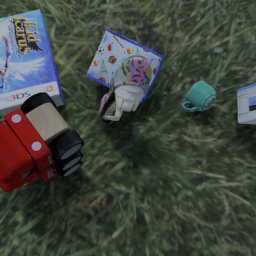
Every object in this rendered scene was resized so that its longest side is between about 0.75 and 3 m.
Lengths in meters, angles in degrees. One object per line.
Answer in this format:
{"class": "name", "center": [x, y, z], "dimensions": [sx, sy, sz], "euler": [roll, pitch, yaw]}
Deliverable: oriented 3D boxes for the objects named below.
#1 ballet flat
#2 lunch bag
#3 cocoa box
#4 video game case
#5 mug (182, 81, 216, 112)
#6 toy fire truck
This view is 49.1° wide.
{"class": "ballet flat", "center": [-0.125, -0.651, 6.253], "dimensions": [0.824, 2.383, 0.848], "euler": [16, 66, -16]}
{"class": "lunch bag", "center": [-0.026, -1.519, 7.103], "dimensions": [1.560, 0.966, 1.326], "euler": [26, 101, 8]}
{"class": "cocoa box", "center": [3.483, -0.564, 6.796], "dimensions": [1.345, 0.897, 0.883], "euler": [3, 82, -17]}
{"class": "video game case", "center": [-3.339, -1.665, 7.588], "dimensions": [2.631, 0.660, 2.902], "euler": [-15, 70, -7]}
{"class": "mug", "center": [1.876, -0.721, 7.218], "dimensions": [0.523, 0.695, 0.845], "euler": [44, 112, 30]}
{"class": "toy fire truck", "center": [-2.467, 0.621, 5.647], "dimensions": [2.650, 2.332, 1.705], "euler": [-35, 79, -21]}
